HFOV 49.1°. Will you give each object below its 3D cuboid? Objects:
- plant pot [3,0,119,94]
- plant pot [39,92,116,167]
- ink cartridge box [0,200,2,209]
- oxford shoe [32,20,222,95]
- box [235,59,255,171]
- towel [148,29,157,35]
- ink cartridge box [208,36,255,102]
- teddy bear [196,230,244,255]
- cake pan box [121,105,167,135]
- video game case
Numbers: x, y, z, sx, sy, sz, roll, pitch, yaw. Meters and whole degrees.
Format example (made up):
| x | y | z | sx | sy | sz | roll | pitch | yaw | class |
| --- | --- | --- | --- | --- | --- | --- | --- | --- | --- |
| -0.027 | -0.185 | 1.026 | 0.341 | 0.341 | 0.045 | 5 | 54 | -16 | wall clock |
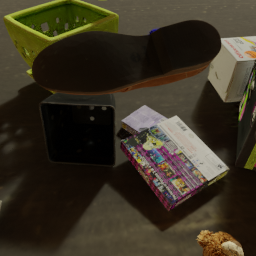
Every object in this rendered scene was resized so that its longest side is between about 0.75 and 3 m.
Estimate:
| x | y | z | sx | sy | sz | roll | pitch | yaw | class |
| --- | --- | --- | --- | --- | --- | --- | --- | --- | --- |
| -2.173 | -2.726 | 9.893 | 2.822 | 2.560 | 2.808 | 33 | 53 | 31 | plant pot |
| -1.192 | -0.203 | 7.843 | 1.867 | 1.862 | 1.656 | 3 | 31 | 3 | plant pot |
| -3.720 | 2.328 | 5.443 | 1.923 | 0.483 | 2.216 | 15 | 39 | -21 | ink cartridge box |
| -0.046 | -0.886 | 4.290 | 2.718 | 0.969 | 0.969 | -6 | 76 | 0 | oxford shoe |
| 4.156 | -0.418 | 7.677 | 1.792 | 2.141 | 2.882 | 12 | 44 | 13 | box |
| 1.999 | -4.063 | 12.851 | 1.538 | 0.516 | 2.083 | -20 | 46 | -19 | towel |
| 4.308 | -2.115 | 9.877 | 2.319 | 1.677 | 1.685 | -7 | 43 | -8 | ink cartridge box |
| 1.790 | 2.938 | 5.083 | 1.638 | 0.754 | 2.259 | 24 | 48 | 21 | teddy bear |
| 0.560 | -0.161 | 8.775 | 1.089 | 0.309 | 1.182 | 34 | 52 | 28 | cake pan box |
| 1.198 | 0.799 | 7.471 | 1.997 | 0.394 | 2.203 | -24 | 56 | -25 | video game case |
